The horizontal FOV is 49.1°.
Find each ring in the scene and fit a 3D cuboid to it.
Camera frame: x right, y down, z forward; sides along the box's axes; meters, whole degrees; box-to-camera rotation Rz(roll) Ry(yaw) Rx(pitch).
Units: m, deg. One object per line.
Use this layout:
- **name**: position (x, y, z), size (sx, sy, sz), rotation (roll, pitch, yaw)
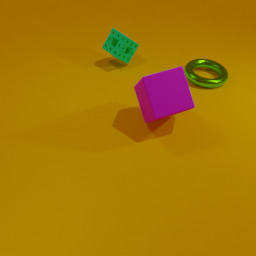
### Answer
- **ring**: position (2.925, -2.075, 10.491), size (1.657, 0.331, 1.657), rotation (3, 45, -3)

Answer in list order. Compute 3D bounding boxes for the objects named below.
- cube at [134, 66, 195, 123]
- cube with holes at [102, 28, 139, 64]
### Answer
- **cube**: position (0.997, -0.907, 8.040), size (1.193, 1.193, 1.193), rotation (-17, -1, -11)
- **cube with holes**: position (-0.289, -3.211, 10.995), size (0.871, 0.871, 0.871), rotation (42, 18, 29)
